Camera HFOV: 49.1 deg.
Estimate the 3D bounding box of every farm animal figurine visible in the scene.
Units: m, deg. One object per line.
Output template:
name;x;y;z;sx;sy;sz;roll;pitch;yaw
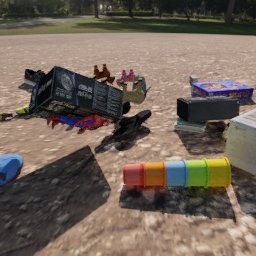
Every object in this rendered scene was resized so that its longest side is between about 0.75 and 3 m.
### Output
farm animal figurine;-0.958;-1.498;12.290;2.940;1.550;2.973;-29;42;-27

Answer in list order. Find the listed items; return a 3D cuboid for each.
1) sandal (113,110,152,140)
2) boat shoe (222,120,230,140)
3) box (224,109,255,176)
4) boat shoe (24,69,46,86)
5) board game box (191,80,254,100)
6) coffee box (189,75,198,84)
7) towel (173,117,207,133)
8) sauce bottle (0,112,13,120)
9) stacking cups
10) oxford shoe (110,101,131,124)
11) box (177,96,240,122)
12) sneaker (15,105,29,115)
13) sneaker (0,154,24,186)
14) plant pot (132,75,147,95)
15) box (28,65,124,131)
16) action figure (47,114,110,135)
sandal;0.090;-0.246;10.075;0.837;0.533;2.226;-10;21;35
boat shoe;3.709;-0.001;9.844;0.573;0.490;1.563;10;22;26
box;3.839;0.414;7.826;1.587;1.366;1.595;-19;31;-36
boat shoe;-5.027;-2.882;15.933;2.764;0.916;0.966;21;31;40
board game box;4.681;-1.871;14.064;2.490;0.557;1.674;-6;24;-14
coffee box;3.828;-2.793;16.350;0.302;0.433;0.758;-2;23;-2
towel;2.453;-0.213;10.795;1.138;0.234;1.525;10;23;17
sauce bottle;-5.098;-0.480;11.250;0.892;0.294;0.294;-8;25;-21
stacking cups;1.175;1.138;7.082;2.592;0.784;0.784;-1;23;5
oxford shoe;-0.554;-0.534;10.130;0.627;0.540;1.486;3;24;38
box;2.963;-0.749;10.538;1.945;0.767;1.373;-4;11;-7
sneaker;-4.141;-0.864;11.878;1.252;0.478;0.472;-12;27;-24
sneaker;-3.744;1.046;6.898;0.846;1.007;2.568;14;26;34
plant pot;0.579;-2.219;14.400;0.665;0.941;0.664;-4;24;-7
box;-1.561;-0.767;8.396;2.224;0.958;1.821;16;-21;-33
action figure;-1.377;-0.139;7.972;1.755;0.574;0.454;-3;65;7
